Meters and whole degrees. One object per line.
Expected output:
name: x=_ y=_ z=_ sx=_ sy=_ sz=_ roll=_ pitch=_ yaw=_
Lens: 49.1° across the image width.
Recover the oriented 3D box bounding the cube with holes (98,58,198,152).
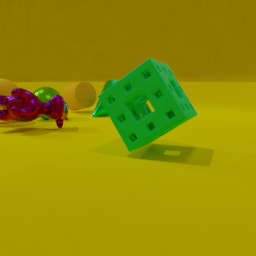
cube with holes: x=0.376 y=-0.378 z=4.765 sx=1.055 sy=1.055 sz=1.055 roll=-33 pitch=-7 yaw=23

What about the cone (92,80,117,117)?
cone: x=-0.743 y=-0.714 z=9.315 sx=1.324 sy=1.324 sz=1.329 roll=10 pitch=40 yaw=43

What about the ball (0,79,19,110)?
ball: x=-3.530 y=-0.781 z=7.792 sx=1.165 sy=1.165 sz=1.165 roll=0 pitch=10 yaw=0

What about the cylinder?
cylinder: x=-1.784 y=-1.152 z=10.246 sx=0.941 sy=0.941 sz=0.941 roll=-9 pitch=2 yaw=-42

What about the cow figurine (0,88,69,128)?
cow figurine: x=-2.305 y=-0.459 z=6.867 sx=1.546 sy=0.849 sz=1.521 roll=-7 pitch=-12 yaw=29

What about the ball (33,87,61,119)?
ball: x=-2.470 y=-0.755 z=8.490 sx=0.979 sy=0.979 sz=0.979 roll=0 pitch=10 yaw=0
